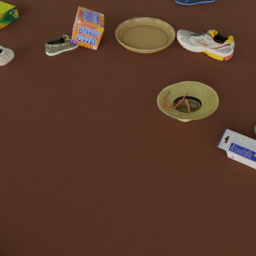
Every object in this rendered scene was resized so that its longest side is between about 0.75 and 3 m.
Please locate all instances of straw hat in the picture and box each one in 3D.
[{"bbox_3d":[1.770,-0.603,8.436,1.763,0.746,1.763,-4,47,4],"label":"straw hat"}]

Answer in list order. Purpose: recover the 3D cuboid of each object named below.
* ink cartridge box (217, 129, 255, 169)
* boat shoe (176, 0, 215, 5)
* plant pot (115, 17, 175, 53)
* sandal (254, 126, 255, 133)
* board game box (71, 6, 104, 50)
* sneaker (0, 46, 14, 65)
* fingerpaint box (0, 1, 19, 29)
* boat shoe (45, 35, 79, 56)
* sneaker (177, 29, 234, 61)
[{"bbox_3d":[3.320,0.642,7.686,1.607,0.298,0.761,26,55,17],"label":"ink cartridge box"},{"bbox_3d":[3.238,-6.412,13.338,2.053,0.705,0.864,-15,52,-12],"label":"boat shoe"},{"bbox_3d":[0.691,-3.728,11.338,2.406,0.331,2.406,0,50,1],"label":"plant pot"},{"bbox_3d":[4.342,0.129,8.048,1.350,0.385,0.536,15,52,13],"label":"sandal"},{"bbox_3d":[-1.545,-3.826,10.772,1.010,1.010,1.009,12,47,-19],"label":"board game box"},{"bbox_3d":[-4.477,-2.580,9.816,0.784,0.615,1.578,-16,12,24],"label":"sneaker"},{"bbox_3d":[-5.852,-4.936,12.169,1.616,0.593,1.348,24,53,20],"label":"fingerpaint box"},{"bbox_3d":[-2.487,-3.306,10.867,1.549,0.463,0.553,-31,57,-26],"label":"boat shoe"},{"bbox_3d":[2.957,-3.399,10.660,2.269,0.932,0.883,23,53,19],"label":"sneaker"}]
